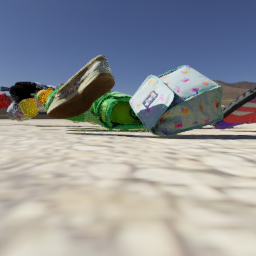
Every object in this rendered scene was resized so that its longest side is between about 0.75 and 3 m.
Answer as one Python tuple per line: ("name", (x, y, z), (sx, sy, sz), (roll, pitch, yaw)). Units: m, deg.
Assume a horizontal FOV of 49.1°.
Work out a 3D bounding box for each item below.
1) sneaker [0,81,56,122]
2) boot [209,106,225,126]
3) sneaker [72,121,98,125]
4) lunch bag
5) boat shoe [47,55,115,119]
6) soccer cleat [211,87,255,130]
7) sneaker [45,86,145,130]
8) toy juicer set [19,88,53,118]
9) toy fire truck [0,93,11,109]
("sneaker", (-4.161, -1.129, 10.723), (2.824, 1.098, 1.975), (-21, -18, 23))
("boot", (1.990, -0.455, 8.190), (2.317, 0.869, 1.242), (-17, 37, -42))
("sneaker", (-1.652, -0.521, 9.940), (0.733, 0.857, 1.968), (-19, 37, -40))
("lunch bag", (0.758, -0.441, 4.818), (1.325, 0.808, 1.128), (-20, 35, -8))
("boat shoe", (-0.919, -0.689, 5.272), (1.727, 0.541, 0.633), (-28, -26, 33))
("soccer cleat", (3.255, -0.569, 6.264), (2.812, 1.029, 0.959), (-31, -5, 5))
("sneaker", (-0.608, -0.519, 6.546), (2.693, 0.998, 1.126), (7, 5, 0))
("toy juicer set", (-1.876, -0.872, 8.091), (1.381, 0.591, 2.171), (-32, -17, 38))
("toy fire truck", (-6.272, -1.199, 12.219), (0.632, 1.828, 2.592), (-10, -32, 12))
